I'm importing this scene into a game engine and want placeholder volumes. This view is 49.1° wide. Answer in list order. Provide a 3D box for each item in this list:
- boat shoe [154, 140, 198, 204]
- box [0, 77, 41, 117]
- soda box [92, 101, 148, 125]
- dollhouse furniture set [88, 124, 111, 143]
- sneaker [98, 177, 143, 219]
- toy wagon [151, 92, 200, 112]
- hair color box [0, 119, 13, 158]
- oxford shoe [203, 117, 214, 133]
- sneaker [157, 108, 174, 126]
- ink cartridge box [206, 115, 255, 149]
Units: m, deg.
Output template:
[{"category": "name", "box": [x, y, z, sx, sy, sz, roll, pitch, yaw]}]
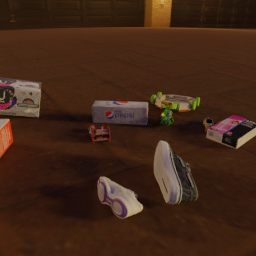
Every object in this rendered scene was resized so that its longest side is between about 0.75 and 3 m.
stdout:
[{"category": "boat shoe", "box": [1.185, 1.134, 7.183, 0.798, 0.811, 2.250, 9, 30, -9]}, {"category": "box", "box": [-4.600, -1.268, 11.265, 2.062, 1.183, 1.362, 4, 23, -17]}, {"category": "soda box", "box": [-0.290, -0.606, 10.811, 2.116, 0.722, 0.671, 2, 25, 5]}, {"category": "dollhouse furniture set", "box": [-1.006, 0.066, 9.670, 0.605, 0.457, 1.123, -7, 26, -14]}, {"category": "sneaker", "box": [-0.225, 1.592, 6.500, 0.697, 0.524, 1.400, 1, 22, -38]}, {"category": "toy wagon", "box": [1.910, -1.065, 11.712, 1.863, 0.475, 2.402, 11, 19, 22]}, {"category": "hair color box", "box": [-4.539, 0.655, 7.906, 1.548, 0.892, 2.791, 0, 23, -1]}, {"category": "oxford shoe", "box": [2.999, -0.210, 10.313, 0.392, 0.416, 1.111, 3, 25, 6]}, {"category": "sneaker", "box": [1.497, -0.362, 10.729, 0.531, 0.487, 1.248, 30, 28, 8]}, {"category": "ink cartridge box", "box": [3.869, 0.030, 9.863, 2.330, 0.432, 1.103, -20, 31, -40]}]
